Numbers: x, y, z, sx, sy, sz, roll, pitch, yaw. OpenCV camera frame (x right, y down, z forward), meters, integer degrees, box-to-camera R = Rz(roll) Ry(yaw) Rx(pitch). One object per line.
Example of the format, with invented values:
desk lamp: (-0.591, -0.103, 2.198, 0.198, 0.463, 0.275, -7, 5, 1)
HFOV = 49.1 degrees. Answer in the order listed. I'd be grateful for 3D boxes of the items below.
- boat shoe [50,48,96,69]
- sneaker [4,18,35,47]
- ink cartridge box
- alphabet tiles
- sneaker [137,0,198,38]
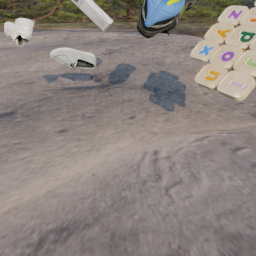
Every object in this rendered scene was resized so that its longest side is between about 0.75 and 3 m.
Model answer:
boat shoe: (-2.045, -2.591, 10.679, 1.775, 0.619, 0.632, 2, 55, -23)
sneaker: (-2.957, -2.487, 7.471, 0.514, 0.655, 1.319, 2, 3, -42)
ink cartridge box: (-1.439, -4.621, 10.835, 1.927, 0.420, 1.673, 41, 18, -15)
alphabet tiles: (2.783, -1.902, 6.139, 2.839, 0.207, 2.777, -51, 39, -2)
sneaker: (0.942, -2.999, 6.798, 1.039, 1.214, 2.931, 40, 43, -4)
